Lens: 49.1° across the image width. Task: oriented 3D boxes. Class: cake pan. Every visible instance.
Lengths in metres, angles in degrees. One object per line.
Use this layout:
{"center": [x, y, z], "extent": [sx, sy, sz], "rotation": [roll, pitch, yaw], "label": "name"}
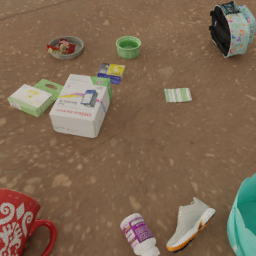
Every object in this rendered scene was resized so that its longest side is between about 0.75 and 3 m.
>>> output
{"center": [-3.356, -4.346, 15.209], "extent": [1.922, 0.352, 1.922], "rotation": [0, 48, 0], "label": "cake pan"}

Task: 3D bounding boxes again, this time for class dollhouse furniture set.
{"center": [-3.543, -4.221, 14.455], "extent": [0.832, 0.629, 1.546], "rotation": [32, 27, 25], "label": "dollhouse furniture set"}

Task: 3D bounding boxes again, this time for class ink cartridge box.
{"center": [-4.004, -1.571, 12.642], "extent": [1.607, 0.530, 2.209], "rotation": [21, 53, 18], "label": "ink cartridge box"}
{"center": [-1.866, -0.977, 11.663], "extent": [1.854, 1.116, 2.551], "rotation": [9, 52, 9], "label": "ink cartridge box"}
{"center": [-0.863, -2.707, 13.806], "extent": [1.209, 0.288, 1.224], "rotation": [10, 47, 8], "label": "ink cartridge box"}

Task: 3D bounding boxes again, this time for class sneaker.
{"center": [1.734, 2.901, 8.499], "extent": [1.983, 0.751, 0.912], "rotation": [-29, 55, -33], "label": "sneaker"}

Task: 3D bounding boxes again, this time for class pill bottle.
{"center": [0.366, 3.220, 8.191], "extent": [0.714, 0.714, 1.272], "rotation": [-23, 52, -19], "label": "pill bottle"}

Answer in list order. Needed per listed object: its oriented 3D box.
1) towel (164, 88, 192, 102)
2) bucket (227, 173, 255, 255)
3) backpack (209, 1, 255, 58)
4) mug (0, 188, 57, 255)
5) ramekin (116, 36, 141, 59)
{"center": [2.280, -1.515, 12.825], "extent": [1.150, 0.135, 0.877], "rotation": [-2, 49, -2], "label": "towel"}
{"center": [4.208, 2.762, 7.875], "extent": [2.777, 1.807, 2.777], "rotation": [0, 48, 0], "label": "bucket"}
{"center": [5.434, -5.010, 14.545], "extent": [1.920, 2.264, 2.551], "rotation": [-7, 52, 3], "label": "backpack"}
{"center": [-3.358, 3.203, 7.589], "extent": [2.305, 1.732, 2.596], "rotation": [4, 52, 6], "label": "mug"}
{"center": [0.031, -4.282, 14.957], "extent": [1.314, 0.642, 1.314], "rotation": [0, 48, 0], "label": "ramekin"}
